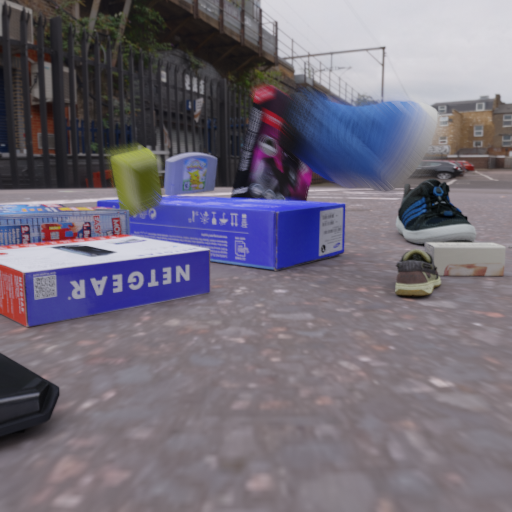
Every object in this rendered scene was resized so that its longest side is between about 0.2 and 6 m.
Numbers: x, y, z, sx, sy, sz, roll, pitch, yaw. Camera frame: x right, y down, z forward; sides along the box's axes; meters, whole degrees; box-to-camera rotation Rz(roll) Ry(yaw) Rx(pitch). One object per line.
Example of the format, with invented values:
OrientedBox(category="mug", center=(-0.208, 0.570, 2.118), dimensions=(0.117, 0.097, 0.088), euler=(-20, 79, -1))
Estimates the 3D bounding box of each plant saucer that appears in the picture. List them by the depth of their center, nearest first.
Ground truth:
OrientedBox(category="plant saucer", center=(-1.832, -1.162, 8.913), dimensions=(0.235, 0.978, 0.980), euler=(2, 19, 26))

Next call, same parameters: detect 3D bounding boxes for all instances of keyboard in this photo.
OrientedBox(category="keyboard", center=(-2.948, 0.778, 3.751), dimensions=(3.277, 0.420, 1.968), euler=(8, 5, 44))

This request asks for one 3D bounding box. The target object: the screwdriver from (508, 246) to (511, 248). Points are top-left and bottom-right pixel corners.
OrientedBox(category="screwdriver", center=(5.283, -0.170, 10.575), dimensions=(1.729, 0.251, 0.241), euler=(-9, 12, -31))

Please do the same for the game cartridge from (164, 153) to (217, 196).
OrientedBox(category="game cartridge", center=(-1.368, -1.756, 11.924), dimensions=(1.280, 0.853, 0.259), euler=(-14, 27, -42))

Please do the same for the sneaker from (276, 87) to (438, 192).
OrientedBox(category="sneaker", center=(1.098, -1.615, 7.441), dimensions=(1.568, 1.082, 2.819), euler=(22, 0, -12))

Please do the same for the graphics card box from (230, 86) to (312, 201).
OrientedBox(category="graphics card box", center=(0.497, -2.191, 12.462), dimensions=(1.676, 2.672, 0.680), euler=(22, -14, -36))

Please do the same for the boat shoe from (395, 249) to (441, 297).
OrientedBox(category="boat shoe", center=(2.102, 0.166, 7.259), dimensions=(0.550, 0.506, 1.539), euler=(3, 9, 22))

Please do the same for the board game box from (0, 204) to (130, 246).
OrientedBox(category="board game box", center=(-3.655, -0.271, 8.617), dimensions=(3.116, 0.962, 3.118), euler=(-3, 9, -24))

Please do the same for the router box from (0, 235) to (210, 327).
OrientedBox(category="router box", center=(-2.086, 0.191, 6.873), dimensions=(2.326, 0.568, 2.087), euler=(-8, 12, -43))

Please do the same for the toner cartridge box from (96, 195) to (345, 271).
OrientedBox(category="toner cartridge box", center=(-0.781, -0.561, 10.471), dimensions=(4.448, 0.960, 2.113), euler=(7, 11, 39))

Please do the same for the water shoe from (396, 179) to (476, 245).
OrientedBox(category="water shoe", center=(3.718, -0.995, 12.134), dimensions=(1.195, 1.319, 3.342), euler=(0, 9, -3))

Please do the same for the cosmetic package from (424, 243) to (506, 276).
OrientedBox(category="cosmetic package", center=(3.047, 0.048, 8.240), dimensions=(1.028, 0.449, 0.531), euler=(1, 9, 3))
